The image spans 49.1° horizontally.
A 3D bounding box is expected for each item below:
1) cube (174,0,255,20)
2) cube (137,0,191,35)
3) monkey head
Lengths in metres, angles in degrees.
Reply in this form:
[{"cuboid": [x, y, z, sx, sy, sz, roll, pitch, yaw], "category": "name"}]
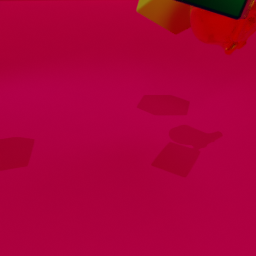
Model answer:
[{"cuboid": [0.956, -1.584, 2.819, 0.753, 0.753, 0.753, 26, 30, 17], "category": "cube"}, {"cuboid": [1.031, -2.814, 5.745, 1.120, 1.120, 1.120, 20, -11, -27], "category": "cube"}, {"cuboid": [1.564, -1.780, 4.197, 1.226, 1.704, 1.027, -36, 72, -4], "category": "monkey head"}]
